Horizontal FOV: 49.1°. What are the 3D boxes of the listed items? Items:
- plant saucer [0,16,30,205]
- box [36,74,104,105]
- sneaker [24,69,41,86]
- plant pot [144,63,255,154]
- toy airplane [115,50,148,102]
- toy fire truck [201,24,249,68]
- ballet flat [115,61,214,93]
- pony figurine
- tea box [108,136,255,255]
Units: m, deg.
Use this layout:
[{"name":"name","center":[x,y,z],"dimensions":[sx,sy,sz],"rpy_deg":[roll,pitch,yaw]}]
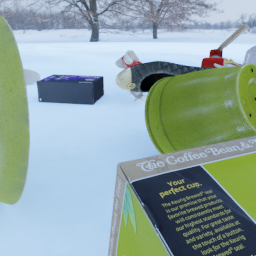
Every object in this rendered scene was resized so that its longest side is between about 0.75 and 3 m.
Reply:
[{"name":"plant saucer","center":[-2.193,-0.224,4.282],"dimensions":[0.449,2.891,2.891],"rpy_deg":[-6,20,-37]},{"name":"box","center":[-2.173,-1.535,10.895],"dimensions":[2.186,0.862,1.543],"rpy_deg":[4,23,9]},{"name":"sneaker","center":[-5.446,-2.519,13.458],"dimensions":[2.396,0.847,1.188],"rpy_deg":[-9,27,-12]},{"name":"plant pot","center":[1.602,-0.314,5.204],"dimensions":[1.884,1.884,1.814],"rpy_deg":[-17,0,-37]},{"name":"toy airplane","center":[0.427,-1.949,10.947],"dimensions":[2.249,1.587,2.240],"rpy_deg":[-4,49,-47]},{"name":"toy fire truck","center":[3.598,-2.545,10.843],"dimensions":[1.758,2.733,2.406],"rpy_deg":[6,21,17]},{"name":"ballet flat","center":[1.034,-1.084,6.733],"dimensions":[2.676,0.889,0.760],"rpy_deg":[1,63,-2]},{"name":"pony figurine","center":[3.443,-1.229,8.084],"dimensions":[2.501,2.158,2.591],"rpy_deg":[5,52,36]},{"name":"tea box","center":[1.153,1.193,2.223],"dimensions":[2.073,1.385,2.039],"rpy_deg":[-8,37,-21]}]
